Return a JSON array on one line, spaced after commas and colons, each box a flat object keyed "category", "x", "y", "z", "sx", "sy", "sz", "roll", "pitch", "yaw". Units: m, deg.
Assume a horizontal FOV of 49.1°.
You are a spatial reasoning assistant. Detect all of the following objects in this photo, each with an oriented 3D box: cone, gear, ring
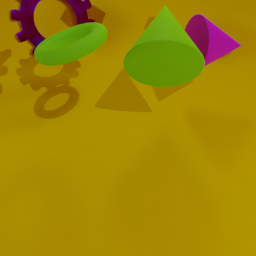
[{"category": "cone", "x": 0.739, "y": -1.901, "z": 5.714, "sx": 1.553, "sy": 1.553, "sz": 1.559, "roll": 4, "pitch": 68, "yaw": 2}, {"category": "gear", "x": -1.716, "y": -2.502, "z": 6.515, "sx": 1.890, "sy": 1.890, "sz": 0.350, "roll": -31, "pitch": 26, "yaw": -20}, {"category": "cone", "x": 2.053, "y": -1.899, "z": 6.385, "sx": 1.230, "sy": 1.226, "sz": 1.226, "roll": -3, "pitch": 54, "yaw": -16}, {"category": "ring", "x": -1.039, "y": -1.543, "z": 5.096, "sx": 1.390, "sy": 0.278, "sz": 1.390, "roll": -14, "pitch": 35, "yaw": 10}]
